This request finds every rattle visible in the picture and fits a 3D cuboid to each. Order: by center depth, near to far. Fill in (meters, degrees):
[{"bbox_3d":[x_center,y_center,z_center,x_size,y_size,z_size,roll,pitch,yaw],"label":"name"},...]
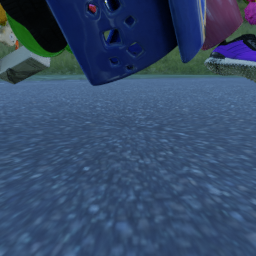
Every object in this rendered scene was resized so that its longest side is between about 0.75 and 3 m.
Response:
[{"bbox_3d":[-3.194,-2.836,7.965,1.325,1.207,1.855,-9,-30,13],"label":"rattle"}]

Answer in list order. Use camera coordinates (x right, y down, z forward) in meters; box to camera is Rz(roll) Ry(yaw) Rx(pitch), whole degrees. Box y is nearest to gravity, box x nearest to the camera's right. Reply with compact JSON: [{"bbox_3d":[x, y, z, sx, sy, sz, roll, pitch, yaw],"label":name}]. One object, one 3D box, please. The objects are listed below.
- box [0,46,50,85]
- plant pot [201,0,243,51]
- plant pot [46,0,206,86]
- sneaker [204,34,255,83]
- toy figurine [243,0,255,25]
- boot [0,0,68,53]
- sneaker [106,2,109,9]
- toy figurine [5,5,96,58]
[{"bbox_3d":[-3.066,-1.865,8.163,1.666,0.570,0.685,-15,-24,33],"label":"box"},{"bbox_3d":[2.059,-3.219,7.574,2.009,1.799,2.009,-38,14,11],"label":"plant pot"},{"bbox_3d":[0.134,-2.205,4.316,1.956,2.176,2.176,-3,47,21],"label":"plant pot"},{"bbox_3d":[2.979,-1.808,6.867,0.770,1.101,2.214,35,-3,-40],"label":"sneaker"},{"bbox_3d":[3.297,-2.957,6.800,1.187,1.093,0.891,13,-25,11],"label":"toy figurine"},{"bbox_3d":[-1.688,-2.204,4.556,0.681,1.757,1.216,-25,58,-3],"label":"boot"},{"bbox_3d":[-0.108,-4.369,10.539,1.791,0.654,0.634,5,-24,11],"label":"sneaker"},{"bbox_3d":[-1.288,-2.741,6.637,2.239,1.681,2.061,23,42,13],"label":"toy figurine"}]
